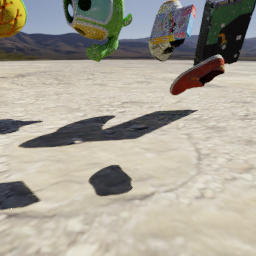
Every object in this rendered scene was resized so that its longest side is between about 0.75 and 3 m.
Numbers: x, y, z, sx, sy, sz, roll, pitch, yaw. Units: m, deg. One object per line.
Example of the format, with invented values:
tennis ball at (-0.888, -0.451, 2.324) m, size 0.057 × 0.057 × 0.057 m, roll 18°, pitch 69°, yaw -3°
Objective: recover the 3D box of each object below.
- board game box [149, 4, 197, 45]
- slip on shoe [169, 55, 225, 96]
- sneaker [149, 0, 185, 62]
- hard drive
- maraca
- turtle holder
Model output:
board game box at (0.949, -2.202, 6.003) m, size 0.926 × 0.708 × 0.187 m, roll 2°, pitch -21°, yaw 40°
slip on shoe at (1.443, -1.029, 5.926) m, size 1.306 × 0.400 × 0.484 m, roll -29°, pitch -30°, yaw 29°
sneaker at (1.346, -2.948, 9.429) m, size 0.941 × 2.489 × 1.091 m, roll -18°, pitch 65°, yaw -10°
hard drive at (3.455, -3.430, 10.214) m, size 1.896 × 2.714 × 0.514 m, roll -19°, pitch 51°, yaw -15°
maraca at (-2.688, -2.383, 5.416) m, size 1.100 × 0.858 × 1.605 m, roll -33°, pitch -29°, yaw 7°
turtle holder at (-1.173, -3.873, 9.685) m, size 1.897 × 2.672 × 2.030 m, roll -16°, pitch 42°, yaw -30°
